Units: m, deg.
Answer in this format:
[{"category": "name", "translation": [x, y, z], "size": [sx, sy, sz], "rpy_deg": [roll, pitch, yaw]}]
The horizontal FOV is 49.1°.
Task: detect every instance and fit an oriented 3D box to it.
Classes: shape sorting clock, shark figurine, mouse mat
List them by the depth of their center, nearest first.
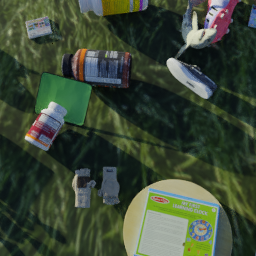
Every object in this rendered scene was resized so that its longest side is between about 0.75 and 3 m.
[{"category": "shape sorting clock", "translation": [1.277, 2.710, 7.328], "size": [2.792, 0.548, 2.792], "rpy_deg": [-1, 65, 3]}, {"category": "mouse mat", "translation": [-2.016, -0.897, 8.660], "size": [1.701, 0.064, 1.369], "rpy_deg": [16, 99, 5]}, {"category": "shark figurine", "translation": [2.418, -3.348, 9.634], "size": [1.204, 1.723, 2.884], "rpy_deg": [16, 49, -20]}]

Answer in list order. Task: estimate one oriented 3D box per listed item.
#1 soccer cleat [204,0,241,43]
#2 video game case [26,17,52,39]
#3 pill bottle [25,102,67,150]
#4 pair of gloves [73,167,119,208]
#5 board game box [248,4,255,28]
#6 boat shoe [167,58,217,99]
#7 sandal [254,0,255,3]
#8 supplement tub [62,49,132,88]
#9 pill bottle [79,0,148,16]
[{"category": "soccer cleat", "translation": [3.182, -4.131, 9.934], "size": [1.068, 0.932, 2.793], "rpy_deg": [17, 72, 39]}, {"category": "video game case", "translation": [-3.195, -3.599, 10.035], "size": [0.820, 0.097, 0.746], "rpy_deg": [-16, 69, -5]}, {"category": "pill bottle", "translation": [-2.368, -0.066, 8.262], "size": [0.746, 0.746, 1.321], "rpy_deg": [26, 75, 10]}, {"category": "pair of gloves", "translation": [-0.889, 1.648, 7.832], "size": [1.292, 0.227, 1.099], "rpy_deg": [-2, 64, -17]}, {"category": "board game box", "translation": [4.800, -4.010, 10.152], "size": [0.711, 0.172, 0.940], "rpy_deg": [17, 70, 6]}, {"category": "boat shoe", "translation": [2.068, -1.721, 9.021], "size": [1.787, 0.641, 0.606], "rpy_deg": [41, 74, 12]}, {"category": "sandal", "translation": [5.533, -4.987, 10.253], "size": [2.108, 0.569, 0.847], "rpy_deg": [-20, 70, -18]}, {"category": "supplement tub", "translation": [-0.958, -1.888, 8.822], "size": [2.111, 1.129, 1.129], "rpy_deg": [6, 69, 3]}, {"category": "pill bottle", "translation": [-0.547, -4.648, 9.830], "size": [2.358, 1.229, 1.229], "rpy_deg": [-10, 69, -4]}]
